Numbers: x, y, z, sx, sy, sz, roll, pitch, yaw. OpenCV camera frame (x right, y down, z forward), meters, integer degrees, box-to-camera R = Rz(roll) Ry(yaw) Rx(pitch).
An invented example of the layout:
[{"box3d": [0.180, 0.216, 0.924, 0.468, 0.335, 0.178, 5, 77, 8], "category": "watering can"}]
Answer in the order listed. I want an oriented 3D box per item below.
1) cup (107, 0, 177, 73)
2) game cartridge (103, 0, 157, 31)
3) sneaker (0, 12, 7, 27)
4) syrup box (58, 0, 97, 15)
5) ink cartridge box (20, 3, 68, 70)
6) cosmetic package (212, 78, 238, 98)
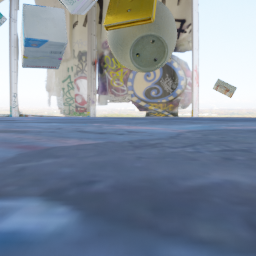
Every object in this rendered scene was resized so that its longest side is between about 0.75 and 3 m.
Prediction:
[{"box3d": [0.601, -3.032, 10.005, 2.663, 2.663, 1.905, 0, 38, -6], "category": "cup"}, {"box3d": [0.118, -3.438, 7.768, 1.413, 1.603, 0.260, -2, -31, 21], "category": "game cartridge"}, {"box3d": [-2.859, -1.982, 5.172, 1.090, 0.658, 0.456, -24, 38, 19], "category": "sneaker"}, {"box3d": [-1.342, -3.743, 7.458, 0.995, 0.962, 2.443, -42, 17, 13], "category": "syrup box"}, {"box3d": [-3.018, -3.010, 9.768, 1.361, 1.326, 2.118, -2, -16, -25], "category": "ink cartridge box"}, {"box3d": [3.673, -1.505, 10.647, 0.814, 0.355, 0.421, 31, -10, 16], "category": "cosmetic package"}]
